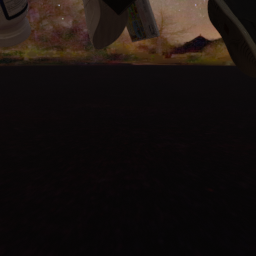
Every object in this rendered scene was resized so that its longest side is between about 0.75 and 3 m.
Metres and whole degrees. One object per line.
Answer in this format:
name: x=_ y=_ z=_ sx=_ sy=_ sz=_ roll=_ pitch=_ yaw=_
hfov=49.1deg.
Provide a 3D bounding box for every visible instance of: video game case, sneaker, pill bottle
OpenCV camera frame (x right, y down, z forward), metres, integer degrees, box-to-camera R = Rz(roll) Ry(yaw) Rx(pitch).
video game case: x=0.338 y=-3.276 z=8.497 sx=1.100 sy=1.209 sz=0.138 roll=4 pitch=37 yaw=44
sneaker: x=-0.749 y=-3.062 z=6.265 sx=0.995 sy=1.561 sz=2.700 roll=-30 pitch=-11 yaw=-15
pill bottle: x=-3.060 y=-3.111 z=6.334 sx=1.335 sy=2.307 sz=1.335 roll=0 pitch=52 yaw=0
sneaker: x=2.416 y=-1.942 z=5.274 sx=1.133 sy=0.798 sz=2.134 roll=-16 pitch=60 yaw=2

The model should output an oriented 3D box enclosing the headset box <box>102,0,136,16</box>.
headset box: x=0.180 y=-2.062 z=2.105 sx=0.855 sy=1.649 sz=2.215 roll=33 pitch=36 yaw=-34
